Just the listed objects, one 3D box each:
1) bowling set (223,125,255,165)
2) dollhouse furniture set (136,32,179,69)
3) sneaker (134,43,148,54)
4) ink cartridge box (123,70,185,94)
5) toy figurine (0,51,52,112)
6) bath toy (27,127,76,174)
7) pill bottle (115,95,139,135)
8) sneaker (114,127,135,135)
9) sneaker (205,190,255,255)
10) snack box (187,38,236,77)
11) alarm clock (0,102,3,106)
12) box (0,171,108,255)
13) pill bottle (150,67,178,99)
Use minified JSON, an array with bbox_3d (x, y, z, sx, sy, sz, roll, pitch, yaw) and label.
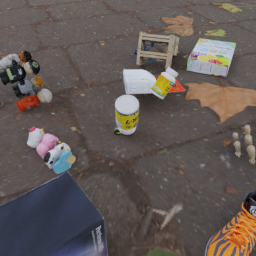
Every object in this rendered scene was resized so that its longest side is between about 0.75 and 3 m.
[{"bbox_3d":[4.049,0.622,10.223,1.024,0.790,1.471,-6,37,23],"label":"bowling set"},{"bbox_3d":[1.702,-4.258,15.552,1.758,1.748,2.494,11,17,15],"label":"dollhouse furniture set"},{"bbox_3d":[0.748,-4.770,16.777,0.448,0.467,1.189,23,45,27],"label":"sneaker"},{"bbox_3d":[1.076,-2.115,12.415,2.512,0.594,2.011,-4,26,-3],"label":"ink cartridge box"},{"bbox_3d":[-4.443,-2.115,12.191,1.581,2.272,2.237,-25,40,-10],"label":"toy figurine"},{"bbox_3d":[-2.819,0.636,9.989,0.979,0.832,2.252,-32,48,-33],"label":"bath toy"},{"bbox_3d":[-0.033,-0.442,10.236,0.840,1.470,0.840,0,56,0],"label":"pill bottle"},{"bbox_3d":[-0.136,0.048,11.079,0.855,0.334,0.364,-1,36,-3],"label":"sneaker"},{"bbox_3d":[2.929,2.507,7.177,1.050,1.516,2.706,29,48,31],"label":"sneaker"},{"bbox_3d":[4.661,-3.983,15.565,2.117,0.788,2.976,16,42,18],"label":"snack box"},{"bbox_3d":[-6.274,-1.042,12.210,1.706,0.568,1.151,3,39,7],"label":"alarm clock"},{"bbox_3d":[-1.886,2.801,5.916,2.642,2.664,1.641,-27,46,-28],"label":"box"},{"bbox_3d":[1.180,-1.451,8.978,0.532,0.943,0.532,32,16,-10],"label":"pill bottle"}]
